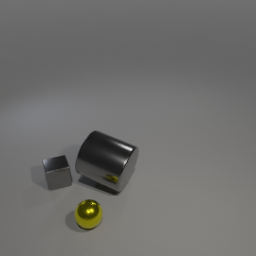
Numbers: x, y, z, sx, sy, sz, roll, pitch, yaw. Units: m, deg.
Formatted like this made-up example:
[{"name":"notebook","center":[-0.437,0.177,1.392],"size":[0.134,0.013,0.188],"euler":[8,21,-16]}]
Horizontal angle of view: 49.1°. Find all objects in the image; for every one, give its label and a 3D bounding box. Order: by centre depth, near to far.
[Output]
[{"name":"ball","center":[-0.979,2.135,6.984],"size":[0.700,0.700,0.700],"euler":[0,29,0]},{"name":"cylinder","center":[-0.586,0.949,8.193],"size":[1.400,1.400,1.400],"euler":[21,34,14]},{"name":"cube","center":[-2.135,1.346,8.455],"size":[0.700,0.700,0.700],"euler":[-11,31,-19]}]
